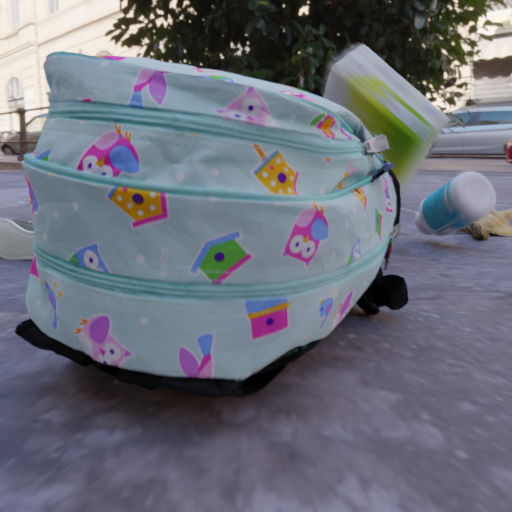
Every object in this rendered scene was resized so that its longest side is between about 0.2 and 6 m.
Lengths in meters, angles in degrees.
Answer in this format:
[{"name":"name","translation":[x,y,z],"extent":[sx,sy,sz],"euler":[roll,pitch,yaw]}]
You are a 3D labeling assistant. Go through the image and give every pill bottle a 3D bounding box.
[{"name":"pill bottle","translation":[3.629,-0.891,10.465],"extent":[0.854,0.854,1.542],"euler":[-4,-16,-21]}]

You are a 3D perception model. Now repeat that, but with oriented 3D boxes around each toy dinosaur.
[{"name":"toy dinosaur","translation":[5.051,-0.801,12.354],"extent":[1.560,0.898,3.085],"euler":[28,34,36]}]

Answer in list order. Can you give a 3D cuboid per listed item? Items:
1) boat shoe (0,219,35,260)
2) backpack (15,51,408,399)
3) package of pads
[{"name":"boat shoe","translation":[-3.764,-0.266,9.389],"extent":[1.862,0.665,0.556],"euler":[10,14,17]},{"name":"backpack","translation":[-0.351,-0.395,5.120],"extent":[3.295,2.499,3.948],"euler":[5,12,19]},{"name":"package of pads","translation":[2.025,-2.176,9.994],"extent":[0.894,2.025,2.621],"euler":[-38,-16,-18]}]
